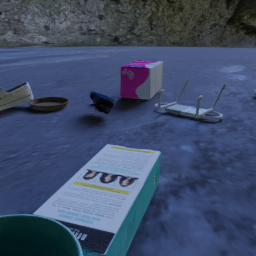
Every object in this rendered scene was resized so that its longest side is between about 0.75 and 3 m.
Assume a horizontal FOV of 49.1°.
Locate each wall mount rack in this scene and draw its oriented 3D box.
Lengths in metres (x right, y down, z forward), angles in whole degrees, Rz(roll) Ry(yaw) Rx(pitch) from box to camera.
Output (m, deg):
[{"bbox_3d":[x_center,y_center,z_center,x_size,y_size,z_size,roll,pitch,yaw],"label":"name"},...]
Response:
[{"bbox_3d":[2.068,-0.957,8.996,2.297,0.857,1.996,15,24,35],"label":"wall mount rack"}]

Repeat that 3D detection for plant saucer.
[{"bbox_3d":[-2.711,-0.844,9.671,1.347,0.198,1.347,-1,19,0],"label":"plant saucer"}]

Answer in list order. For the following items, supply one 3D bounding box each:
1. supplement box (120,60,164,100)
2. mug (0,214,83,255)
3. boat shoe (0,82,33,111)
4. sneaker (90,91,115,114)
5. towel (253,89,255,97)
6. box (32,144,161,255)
[{"bbox_3d":[0.629,-2.050,11.561,1.223,1.249,2.417,7,22,16],"label":"supplement box"},{"bbox_3d":[-1.058,1.440,1.980,1.556,0.962,1.279,-11,23,-27],"label":"mug"},{"bbox_3d":[-4.110,-0.981,9.084,2.129,0.700,0.766,-25,27,-37],"label":"boat shoe"},{"bbox_3d":[-0.896,-0.791,8.687,0.466,0.518,1.330,25,-1,-34],"label":"sneaker"},{"bbox_3d":[6.219,-1.104,10.228,2.733,0.325,2.007,2,20,6],"label":"towel"},{"bbox_3d":[-0.293,0.982,3.819,1.008,0.602,2.449,6,20,18],"label":"box"}]
